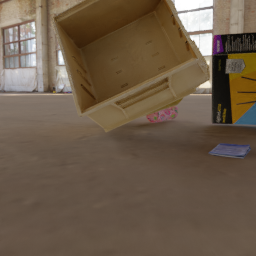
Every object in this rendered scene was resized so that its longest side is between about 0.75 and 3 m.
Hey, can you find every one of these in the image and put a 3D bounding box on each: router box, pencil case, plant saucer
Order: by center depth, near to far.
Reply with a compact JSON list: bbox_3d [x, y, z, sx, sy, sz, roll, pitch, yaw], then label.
[{"bbox_3d":[3.270,-1.105,7.159,2.162,0.740,2.898,2,-31,18],"label":"router box"},{"bbox_3d":[0.320,-1.009,9.000,2.842,0.689,2.843,-19,23,0],"label":"plant saucer"},{"bbox_3d":[1.144,-0.483,9.171,0.537,0.537,1.229,8,13,43],"label":"pencil case"}]

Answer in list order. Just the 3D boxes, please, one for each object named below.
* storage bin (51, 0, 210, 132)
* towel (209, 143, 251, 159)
[{"bbox_3d":[0.029,-1.862,6.744,2.906,2.928,1.372,-24,-25,9],"label":"storage bin"},{"bbox_3d":[1.767,0.373,4.823,0.570,0.094,0.788,4,9,30],"label":"towel"}]
